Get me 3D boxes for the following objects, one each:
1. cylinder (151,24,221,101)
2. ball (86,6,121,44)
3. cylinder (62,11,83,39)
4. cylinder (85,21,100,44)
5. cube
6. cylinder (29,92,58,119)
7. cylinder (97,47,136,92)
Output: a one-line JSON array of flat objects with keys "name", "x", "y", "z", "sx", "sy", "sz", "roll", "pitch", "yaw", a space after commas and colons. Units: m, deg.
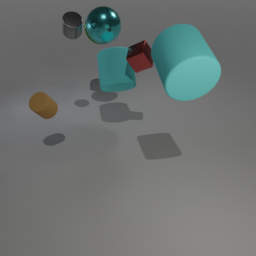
[{"name": "cylinder", "x": 1.422, "y": -1.652, "z": 7.108, "sx": 1.400, "sy": 1.400, "sz": 1.400, "roll": -6, "pitch": 52, "yaw": -10}, {"name": "ball", "x": -0.966, "y": -4.061, "z": 11.087, "sx": 1.400, "sy": 1.400, "sz": 1.400, "roll": 0, "pitch": 30, "yaw": 0}, {"name": "cylinder", "x": -2.015, "y": -3.698, "z": 10.122, "sx": 0.700, "sy": 0.700, "sz": 0.700, "roll": 4, "pitch": 71, "yaw": -11}, {"name": "cylinder", "x": -1.235, "y": -4.653, "z": 12.782, "sx": 1.400, "sy": 1.400, "sz": 1.400, "roll": -2, "pitch": 27, "yaw": -4}, {"name": "cube", "x": 0.439, "y": -2.498, "z": 9.814, "sx": 0.700, "sy": 0.700, "sz": 0.700, "roll": -14, "pitch": 47, "yaw": 30}, {"name": "cylinder", "x": -2.774, "y": -0.734, "z": 9.222, "sx": 0.700, "sy": 0.700, "sz": 0.700, "roll": -4, "pitch": 70, "yaw": 12}, {"name": "cylinder", "x": -0.438, "y": -2.222, "z": 10.839, "sx": 1.400, "sy": 1.400, "sz": 1.400, "roll": -6, "pitch": -4, "yaw": 0}]
